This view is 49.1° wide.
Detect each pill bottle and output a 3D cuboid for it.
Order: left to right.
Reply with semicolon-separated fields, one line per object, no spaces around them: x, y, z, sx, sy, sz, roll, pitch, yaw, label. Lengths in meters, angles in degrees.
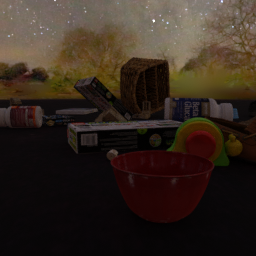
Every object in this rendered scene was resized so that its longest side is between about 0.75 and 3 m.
-3.741;-0.379;9.712;1.389;0.761;0.761;-1;7;-5;pill bottle
2.065;-0.363;8.401;1.932;1.073;1.073;1;8;7;pill bottle

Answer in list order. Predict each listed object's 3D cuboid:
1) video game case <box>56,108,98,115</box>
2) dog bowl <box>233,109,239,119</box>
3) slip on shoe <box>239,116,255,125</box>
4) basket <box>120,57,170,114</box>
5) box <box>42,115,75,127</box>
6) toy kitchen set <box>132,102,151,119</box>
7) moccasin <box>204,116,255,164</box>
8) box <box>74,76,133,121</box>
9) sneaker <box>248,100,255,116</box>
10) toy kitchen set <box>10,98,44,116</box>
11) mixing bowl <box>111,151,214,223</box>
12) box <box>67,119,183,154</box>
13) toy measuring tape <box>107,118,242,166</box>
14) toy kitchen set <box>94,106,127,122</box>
-2.942;-0.986;16.465;1.702;0.214;2.376;1;8;11;video game case
4.467;-0.741;13.688;1.829;0.453;1.019;7;10;41;dog bowl
4.252;-0.251;8.586;2.608;0.790;0.992;-4;8;-27;slip on shoe
0.856;-1.951;13.934;2.011;2.699;1.926;13;39;25;basket
-2.718;-0.295;10.760;1.090;0.315;1.371;-4;8;-25;box
0.607;-0.842;13.152;0.700;0.774;0.858;3;8;19;toy kitchen set
2.399;0.136;5.034;0.896;0.945;2.449;-5;9;-33;moccasin
-0.919;-1.017;10.627;1.212;0.382;2.202;3;-34;51;box
7.045;-1.076;14.258;1.737;0.995;0.664;3;10;7;sneaker
-4.478;-0.814;12.127;1.095;0.990;1.213;3;8;22;toy kitchen set
0.347;0.610;2.918;1.042;0.564;1.042;0;8;0;mixing bowl
0.051;0.138;6.760;2.822;0.490;1.553;-3;8;-19;box
0.798;0.217;4.986;2.365;0.870;0.870;1;8;9;toy measuring tape
-0.647;-0.077;9.407;0.868;0.783;0.708;-34;25;33;toy kitchen set
